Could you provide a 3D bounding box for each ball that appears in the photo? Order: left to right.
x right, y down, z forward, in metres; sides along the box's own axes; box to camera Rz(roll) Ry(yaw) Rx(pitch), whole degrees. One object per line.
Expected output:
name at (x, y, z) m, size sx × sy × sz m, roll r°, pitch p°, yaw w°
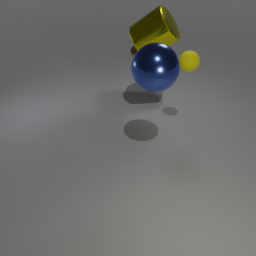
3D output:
ball at (0.788, -1.730, 8.058) m, size 1.400 × 1.400 × 1.400 m, roll 0°, pitch 34°, yaw 0°
ball at (2.123, -2.318, 9.712) m, size 0.700 × 0.700 × 0.700 m, roll 0°, pitch 34°, yaw 0°

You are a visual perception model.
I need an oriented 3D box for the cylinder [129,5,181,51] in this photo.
cylinder at (0.992, -3.504, 10.309) m, size 1.400 × 1.400 × 1.400 m, roll -26°, pitch 22°, yaw 30°

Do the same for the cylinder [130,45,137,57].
cylinder at (1.022, -3.072, 12.159) m, size 1.400 × 1.400 × 1.400 m, roll -23°, pitch 34°, yaw 17°
